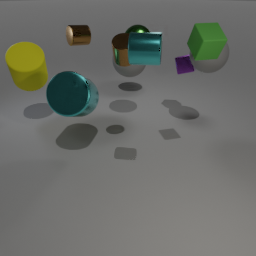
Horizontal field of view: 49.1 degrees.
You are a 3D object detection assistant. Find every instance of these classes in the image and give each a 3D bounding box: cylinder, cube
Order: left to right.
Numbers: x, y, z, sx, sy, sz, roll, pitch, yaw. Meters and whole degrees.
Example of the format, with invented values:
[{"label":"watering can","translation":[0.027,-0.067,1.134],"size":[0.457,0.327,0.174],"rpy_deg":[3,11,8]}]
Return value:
[{"label":"cylinder","translation":[-3.935,-2.391,11.022],"size":[1.400,1.400,1.400],"rpy_deg":[4,65,-8]},{"label":"cylinder","translation":[-1.772,-1.068,9.213],"size":[1.400,1.400,1.400],"rpy_deg":[3,3,5]},{"label":"cylinder","translation":[-1.774,-3.319,10.028],"size":[0.700,0.700,0.700],"rpy_deg":[-13,31,-29]},{"label":"cylinder","translation":[-0.105,-2.300,8.258],"size":[0.700,0.700,0.700],"rpy_deg":[-2,59,3]},{"label":"cylinder","translation":[0.390,-1.755,6.221],"size":[0.700,0.700,0.700],"rpy_deg":[4,28,8]},{"label":"cube","translation":[2.431,-2.706,11.824],"size":[0.700,0.700,0.700],"rpy_deg":[-7,16,22]},{"label":"cube","translation":[2.124,-2.341,7.589],"size":[0.700,0.700,0.700],"rpy_deg":[-7,60,-13]}]

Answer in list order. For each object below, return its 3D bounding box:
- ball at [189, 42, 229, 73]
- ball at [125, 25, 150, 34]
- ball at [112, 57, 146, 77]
[{"label":"ball","translation":[2.965,-2.720,10.239],"size":[1.400,1.400,1.400],"rpy_deg":[0,28,0]},{"label":"ball","translation":[0.469,-4.256,13.533],"size":[1.400,1.400,1.400],"rpy_deg":[0,28,0]},{"label":"ball","translation":[0.065,-2.769,11.358],"size":[1.400,1.400,1.400],"rpy_deg":[0,28,0]}]
